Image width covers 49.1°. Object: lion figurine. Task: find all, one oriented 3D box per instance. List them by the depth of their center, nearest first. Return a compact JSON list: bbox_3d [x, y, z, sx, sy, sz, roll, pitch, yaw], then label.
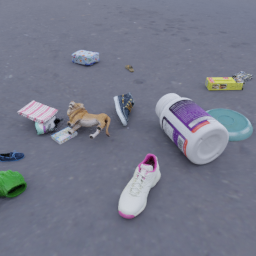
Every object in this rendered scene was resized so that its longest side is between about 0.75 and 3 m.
[{"bbox_3d":[-1.512,-0.317,11.268,2.429,0.880,1.488,15,39,18],"label":"lion figurine"}]

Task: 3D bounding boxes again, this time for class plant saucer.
[{"bbox_3d":[4.127,-0.240,11.889,2.269,0.311,2.269,0,35,0],"label":"plant saucer"}]

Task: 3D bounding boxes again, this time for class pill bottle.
[{"bbox_3d":[2.230,-0.136,10.591,1.639,1.639,2.941,-13,37,-18],"label":"pill bottle"}]

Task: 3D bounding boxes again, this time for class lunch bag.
[{"bbox_3d":[-2.601,-4.404,17.472,1.617,0.611,1.296,18,37,25],"label":"lunch bag"}]

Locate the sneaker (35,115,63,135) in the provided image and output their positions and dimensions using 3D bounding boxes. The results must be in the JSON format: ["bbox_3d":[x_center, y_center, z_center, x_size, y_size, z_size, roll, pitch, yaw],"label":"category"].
[{"bbox_3d":[-3.340,-0.374,11.871,1.145,0.636,1.637,-9,45,-16],"label":"sneaker"}]

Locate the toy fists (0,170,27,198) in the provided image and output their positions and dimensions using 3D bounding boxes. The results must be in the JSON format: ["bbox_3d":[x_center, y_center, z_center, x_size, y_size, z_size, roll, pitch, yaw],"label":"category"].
[{"bbox_3d":[-4.092,1.925,8.603,1.830,0.629,0.933,-29,52,-36],"label":"toy fists"}]

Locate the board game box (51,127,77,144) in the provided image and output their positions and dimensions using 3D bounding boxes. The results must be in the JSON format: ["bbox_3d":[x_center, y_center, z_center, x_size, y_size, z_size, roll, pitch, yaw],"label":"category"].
[{"bbox_3d":[-2.562,0.293,11.271,0.576,0.147,0.857,28,44,34],"label":"board game box"}]

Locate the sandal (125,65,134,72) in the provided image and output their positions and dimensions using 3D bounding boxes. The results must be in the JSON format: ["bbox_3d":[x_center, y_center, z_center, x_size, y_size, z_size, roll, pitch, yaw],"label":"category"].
[{"bbox_3d":[0.113,-3.586,16.623,0.353,0.237,0.879,-15,38,-20],"label":"sandal"}]

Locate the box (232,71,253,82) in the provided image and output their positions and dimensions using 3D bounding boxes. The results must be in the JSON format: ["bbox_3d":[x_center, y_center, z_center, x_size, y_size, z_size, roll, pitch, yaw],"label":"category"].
[{"bbox_3d":[6.408,-2.875,15.640,0.916,0.225,0.739,-26,41,-31],"label":"box"}]

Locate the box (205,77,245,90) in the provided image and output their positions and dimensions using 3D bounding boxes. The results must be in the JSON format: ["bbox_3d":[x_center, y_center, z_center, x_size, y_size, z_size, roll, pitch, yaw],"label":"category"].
[{"bbox_3d":[5.063,-2.320,14.648,1.849,0.463,0.696,-1,36,-1],"label":"box"}]

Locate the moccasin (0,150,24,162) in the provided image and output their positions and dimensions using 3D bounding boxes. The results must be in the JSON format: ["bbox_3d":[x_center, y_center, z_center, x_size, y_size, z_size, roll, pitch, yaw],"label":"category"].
[{"bbox_3d":[-4.218,1.021,10.115,0.879,0.300,0.354,-10,37,-13],"label":"moccasin"}]

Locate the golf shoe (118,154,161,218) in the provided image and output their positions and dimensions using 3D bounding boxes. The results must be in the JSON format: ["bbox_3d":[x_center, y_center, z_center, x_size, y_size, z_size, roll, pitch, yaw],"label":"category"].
[{"bbox_3d":[0.336,1.686,8.575,0.855,1.039,2.270,15,40,19],"label":"golf shoe"}]

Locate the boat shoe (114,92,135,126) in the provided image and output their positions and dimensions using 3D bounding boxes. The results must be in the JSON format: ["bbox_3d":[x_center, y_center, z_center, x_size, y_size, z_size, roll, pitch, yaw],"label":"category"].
[{"bbox_3d":[-0.064,-0.902,12.180,0.843,0.657,1.857,-21,44,5],"label":"boat shoe"}]

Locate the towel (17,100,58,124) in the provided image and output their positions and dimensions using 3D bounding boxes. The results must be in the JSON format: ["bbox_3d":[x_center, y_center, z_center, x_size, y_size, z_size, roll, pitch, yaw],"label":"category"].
[{"bbox_3d":[-3.717,-0.693,11.557,1.347,0.201,0.986,21,42,16],"label":"towel"}]
